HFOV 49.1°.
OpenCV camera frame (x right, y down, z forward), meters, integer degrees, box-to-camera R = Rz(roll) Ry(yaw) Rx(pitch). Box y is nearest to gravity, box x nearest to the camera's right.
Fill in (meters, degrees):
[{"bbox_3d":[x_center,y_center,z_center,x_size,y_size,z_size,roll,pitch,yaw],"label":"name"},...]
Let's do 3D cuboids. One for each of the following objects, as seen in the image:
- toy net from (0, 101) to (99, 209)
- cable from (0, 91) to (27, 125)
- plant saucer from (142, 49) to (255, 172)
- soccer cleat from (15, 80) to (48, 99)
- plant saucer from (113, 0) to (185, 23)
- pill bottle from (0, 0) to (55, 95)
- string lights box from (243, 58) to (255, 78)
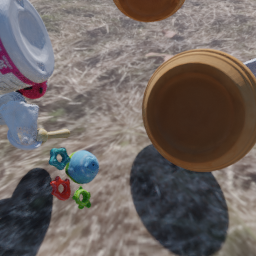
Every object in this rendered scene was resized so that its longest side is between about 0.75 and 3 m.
[{"bbox_3d":[-1.139,0.396,4.008,0.358,1.854,0.972,-16,42,42],"label":"toy net"},{"bbox_3d":[-2.688,-0.451,6.153,0.894,0.309,0.894,-30,51,-17],"label":"cable"},{"bbox_3d":[0.928,-0.211,3.892,1.744,1.744,0.326,24,21,25],"label":"plant saucer"},{"bbox_3d":[-2.475,-1.965,6.250,0.986,2.822,1.218,-7,46,10],"label":"soccer cleat"},{"bbox_3d":[0.544,-3.500,7.138,2.056,2.056,0.385,2,60,2],"label":"plant saucer"},{"bbox_3d":[-2.648,-1.133,4.616,2.497,1.415,1.415,-14,39,11],"label":"pill bottle"},{"bbox_3d":[3.298,-1.271,5.906,1.338,0.768,2.604,-14,7,46],"label":"string lights box"}]
